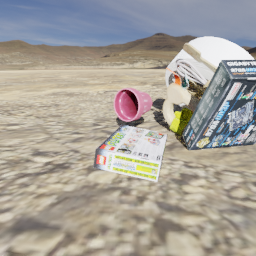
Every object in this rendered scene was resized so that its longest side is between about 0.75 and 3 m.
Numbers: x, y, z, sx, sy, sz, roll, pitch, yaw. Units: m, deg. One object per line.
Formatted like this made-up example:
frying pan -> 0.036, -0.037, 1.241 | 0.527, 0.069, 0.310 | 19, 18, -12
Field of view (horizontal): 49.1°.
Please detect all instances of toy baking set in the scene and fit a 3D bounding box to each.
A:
toy baking set -> 1.984, -0.861, 6.718 | 1.882, 2.453, 0.285 | 32, 72, 36

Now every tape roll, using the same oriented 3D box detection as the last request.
tape roll -> 2.279, -1.176, 7.645 | 2.539, 2.539, 0.888 | 16, 60, 48

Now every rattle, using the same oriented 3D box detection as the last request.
rattle -> 1.597, -0.828, 7.176 | 1.334, 1.867, 1.215 | -26, 23, -24

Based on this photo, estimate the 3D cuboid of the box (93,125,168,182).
box -> 0.128, 0.313, 4.389 | 0.890, 0.281, 1.617 | 11, 14, 9

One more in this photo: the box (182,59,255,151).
box -> 2.257, -0.376, 5.645 | 1.707, 2.148, 0.494 | -4, 52, -15

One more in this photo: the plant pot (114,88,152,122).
plant pot -> 0.178, -0.587, 6.753 | 0.799, 0.799, 0.715 | 12, 17, 39
